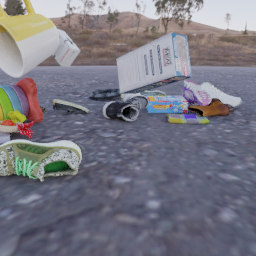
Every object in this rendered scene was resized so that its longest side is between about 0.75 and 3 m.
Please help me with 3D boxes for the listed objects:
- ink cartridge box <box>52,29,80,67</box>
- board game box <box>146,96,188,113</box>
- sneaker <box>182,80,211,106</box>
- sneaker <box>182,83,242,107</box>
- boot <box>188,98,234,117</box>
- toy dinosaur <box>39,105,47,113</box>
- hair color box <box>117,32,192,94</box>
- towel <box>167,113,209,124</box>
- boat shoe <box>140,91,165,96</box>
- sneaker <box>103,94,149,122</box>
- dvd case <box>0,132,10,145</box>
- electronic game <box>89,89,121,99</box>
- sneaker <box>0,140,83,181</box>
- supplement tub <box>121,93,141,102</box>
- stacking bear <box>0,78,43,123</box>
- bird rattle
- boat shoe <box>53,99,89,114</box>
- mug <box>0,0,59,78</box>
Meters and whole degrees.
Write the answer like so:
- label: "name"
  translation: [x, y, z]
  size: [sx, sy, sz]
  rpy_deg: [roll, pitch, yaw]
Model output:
- label: "ink cartridge box"
  translation: [-2.309, -2.806, 9.877]
  size: [1.090, 0.787, 0.456]
  rpy_deg: [52, 27, 16]
- label: "board game box"
  translation: [1.759, -1.131, 13.083]
  size: [1.767, 0.504, 1.805]
  rpy_deg: [0, 16, 0]
- label: "sneaker"
  translation: [3.083, -1.417, 12.938]
  size: [0.834, 0.917, 2.073]
  rpy_deg: [9, 29, -21]
- label: "sneaker"
  translation: [3.973, -1.570, 13.523]
  size: [2.904, 1.164, 1.021]
  rpy_deg: [10, 17, 28]
- label: "boot"
  translation: [3.321, -0.826, 12.068]
  size: [1.788, 0.612, 1.683]
  rpy_deg: [-8, 28, -25]
- label: "toy dinosaur"
  translation: [-3.897, -0.832, 12.565]
  size: [0.436, 0.328, 0.852]
  rpy_deg: [6, 6, -24]
- label: "hair color box"
  translation: [0.774, -2.033, 9.361]
  size: [0.811, 1.340, 2.679]
  rpy_deg: [-5, -2, -39]
- label: "towel"
  translation: [2.327, -0.376, 11.010]
  size: [1.594, 0.182, 1.145]
  rpy_deg: [2, 15, 9]
- label: "boat shoe"
  translation: [1.320, -1.764, 15.719]
  size: [1.595, 0.581, 0.493]
  rpy_deg: [5, 59, -7]
- label: "sneaker"
  translation: [0.197, -0.768, 11.303]
  size: [2.229, 0.841, 1.269]
  rpy_deg: [-18, 23, -33]
- label: "dvd case"
  translation: [-4.188, 0.438, 8.161]
  size: [1.398, 0.150, 1.880]
  rpy_deg: [-6, 16, -21]
- label: "electronic game"
  translation: [-1.186, -1.913, 16.009]
  size: [2.043, 0.425, 2.043]
  rpy_deg: [-6, 16, 2]
- label: "sneaker"
  translation: [-2.007, 0.760, 5.999]
  size: [2.130, 0.819, 0.944]
  rpy_deg: [-6, 24, -12]
- label: "supplement tub"
  translation: [0.162, -1.482, 13.671]
  size: [0.874, 0.874, 1.206]
  rpy_deg: [-3, 16, -10]
- label: "stacking bear"
  translation: [-4.719, -0.665, 9.836]
  size: [1.590, 1.698, 2.796]
  rpy_deg: [10, 25, 42]
- label: "bird rattle"
  translation: [-3.660, -0.010, 8.955]
  size: [1.088, 0.752, 1.335]
  rpy_deg: [-5, 27, -35]
- label: "boat shoe"
  translation: [-2.497, -0.852, 12.188]
  size: [1.595, 0.496, 0.595]
  rpy_deg: [12, 6, -13]
- label: "mug"
  translation: [-3.002, -2.783, 8.390]
  size: [1.699, 2.121, 1.741]
  rpy_deg: [39, 50, 12]
